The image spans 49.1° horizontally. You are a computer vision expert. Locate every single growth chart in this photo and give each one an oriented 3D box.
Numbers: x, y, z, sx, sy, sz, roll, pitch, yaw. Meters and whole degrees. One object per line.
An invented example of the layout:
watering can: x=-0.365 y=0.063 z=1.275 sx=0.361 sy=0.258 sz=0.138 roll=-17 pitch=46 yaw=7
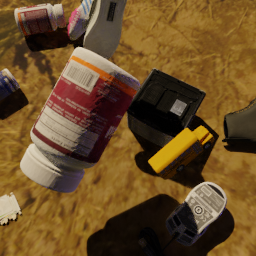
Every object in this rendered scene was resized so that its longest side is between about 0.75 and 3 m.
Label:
growth chart: x=-3.917 y=2.521 z=8.499 sx=1.237 sy=0.110 sz=0.895 roll=-21 pitch=66 yaw=-10

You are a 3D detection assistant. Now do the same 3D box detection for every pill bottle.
pill bottle: x=-3.527 y=-4.458 z=11.449 sx=1.853 sy=1.058 sz=1.058 roll=-11 pitch=64 yaw=-5
pill bottle: x=-4.755 y=-1.387 z=10.031 sx=1.509 sy=0.838 sz=0.838 roll=-39 pitch=70 yaw=-17
pill bottle: x=-1.143 y=-0.140 z=6.511 sx=1.711 sy=1.711 sz=2.996 roll=31 pitch=95 yaw=14

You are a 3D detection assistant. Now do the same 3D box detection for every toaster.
toaster: x=1.183 y=-0.538 z=9.331 sx=2.054 sy=1.348 sz=2.272 roll=27 pitch=67 yaw=13

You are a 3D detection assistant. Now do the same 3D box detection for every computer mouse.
computer mouse: x=1.718 y=2.805 z=8.106 sx=2.898 sy=0.636 sz=1.589 roll=-41 pitch=65 yaw=-12

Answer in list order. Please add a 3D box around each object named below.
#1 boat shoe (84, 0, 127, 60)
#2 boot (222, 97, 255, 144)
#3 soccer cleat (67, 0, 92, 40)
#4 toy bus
boat shoe: x=-0.576 y=-2.965 z=7.462 sx=0.924 sy=2.613 sz=0.832 roll=9 pitch=38 yaw=-22
boot: x=4.180 y=-0.737 z=9.661 sx=1.916 sy=1.073 sz=2.769 roll=2 pitch=63 yaw=6
soccer cleat: x=-1.670 y=-4.633 z=11.631 sx=1.091 sy=0.882 sz=2.527 roll=15 pitch=64 yaw=8
toy bus: x=1.148 y=0.484 z=6.015 sx=1.392 sy=0.545 sz=0.453 roll=-41 pitch=43 yaw=4
